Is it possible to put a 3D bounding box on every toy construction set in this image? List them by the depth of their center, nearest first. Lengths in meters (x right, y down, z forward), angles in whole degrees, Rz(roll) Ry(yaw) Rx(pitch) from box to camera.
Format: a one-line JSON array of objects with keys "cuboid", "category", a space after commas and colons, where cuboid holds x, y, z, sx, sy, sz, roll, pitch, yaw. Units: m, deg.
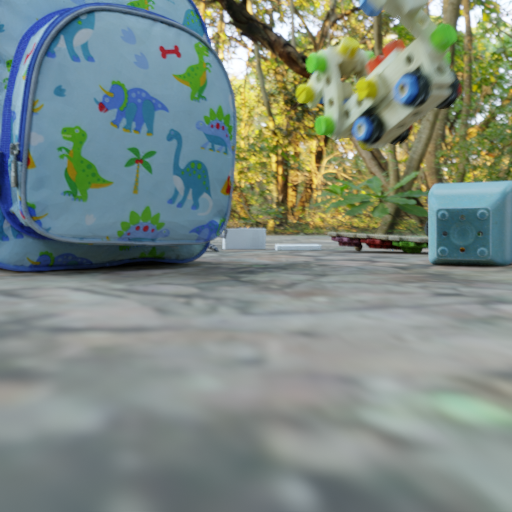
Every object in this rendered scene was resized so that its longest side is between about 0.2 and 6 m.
[{"cuboid": [1.798, -2.897, 8.396, 1.576, 2.242, 3.420, -12, -13, -13], "category": "toy construction set"}]

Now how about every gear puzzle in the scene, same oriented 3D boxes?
[{"cuboid": [2.843, -0.183, 10.531, 2.804, 0.367, 1.452, 6, 4, 41], "category": "gear puzzle"}]

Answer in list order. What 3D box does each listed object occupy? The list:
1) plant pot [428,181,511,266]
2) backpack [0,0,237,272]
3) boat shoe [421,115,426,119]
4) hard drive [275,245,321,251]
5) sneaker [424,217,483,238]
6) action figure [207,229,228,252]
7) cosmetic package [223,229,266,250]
[{"cuboid": [2.538, -0.341, 6.723, 1.016, 1.019, 1.038, 2, 11, 28], "category": "plant pot"}, {"cuboid": [-1.727, -1.546, 6.265, 3.065, 3.350, 2.462, -2, 3, -43], "category": "backpack"}, {"cuboid": [2.813, -3.093, 10.595, 1.070, 1.096, 2.898, 24, 28, 20], "category": "boat shoe"}, {"cuboid": [0.901, -0.180, 12.175, 0.943, 0.126, 0.622, -1, 2, -2], "category": "hard drive"}, {"cuboid": [5.270, -0.467, 13.688, 2.105, 0.795, 1.211, 11, -1, 32], "category": "sneaker"}, {"cuboid": [-1.250, -0.248, 11.319, 1.167, 0.610, 1.128, -32, 13, -32], "category": "action figure"}, {"cuboid": [-0.274, -0.387, 12.838, 0.968, 0.492, 0.359, 1, 2, -11], "category": "cosmetic package"}]
